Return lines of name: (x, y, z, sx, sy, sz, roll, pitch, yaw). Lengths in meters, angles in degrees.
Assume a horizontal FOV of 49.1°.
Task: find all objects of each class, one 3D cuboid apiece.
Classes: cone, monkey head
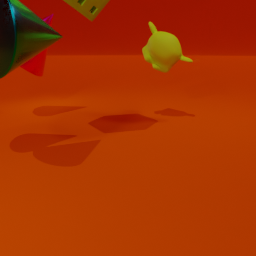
cone: (-1.570, -1.496, 4.478, 1.350, 1.350, 1.355, 12, 18, 35)
monkey head: (1.082, -2.242, 8.115, 1.670, 1.006, 1.201, 45, 29, 7)
cone: (-2.734, -2.715, 8.317, 1.669, 1.676, 1.669, 41, 9, -8)

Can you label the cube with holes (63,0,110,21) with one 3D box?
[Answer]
cube with holes: (-1.000, -3.254, 5.568, 1.288, 1.288, 1.288, 50, 17, 18)
